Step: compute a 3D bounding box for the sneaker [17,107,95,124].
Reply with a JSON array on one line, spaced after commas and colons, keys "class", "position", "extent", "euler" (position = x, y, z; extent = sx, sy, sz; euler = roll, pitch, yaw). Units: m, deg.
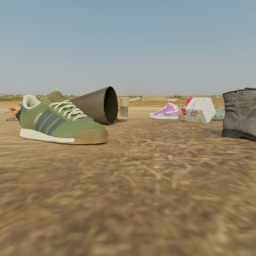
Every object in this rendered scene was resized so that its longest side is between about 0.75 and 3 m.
[{"class": "sneaker", "position": [-2.221, -0.212, 8.864], "extent": [2.723, 0.905, 1.232], "euler": [6, 5, 25]}]

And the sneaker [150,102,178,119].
[{"class": "sneaker", "position": [2.159, -1.052, 16.779], "extent": [1.783, 1.017, 0.646], "euler": [1, 7, 24]}]

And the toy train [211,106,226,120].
[{"class": "toy train", "position": [4.576, -0.767, 15.391], "extent": [1.920, 0.818, 1.094], "euler": [1, 18, -13]}]

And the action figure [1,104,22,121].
[{"class": "action figure", "position": [-5.446, -0.610, 14.645], "extent": [1.731, 0.936, 1.790], "euler": [10, -16, 25]}]

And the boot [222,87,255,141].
[{"class": "boot", "position": [3.482, -0.401, 7.546], "extent": [0.762, 1.438, 2.184], "euler": [-3, 6, -43]}]

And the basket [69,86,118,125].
[{"class": "basket", "position": [-1.664, -0.916, 12.837], "extent": [2.050, 1.848, 1.394], "euler": [-6, -29, 24]}]

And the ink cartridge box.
[{"class": "ink cartridge box", "position": [3.407, -0.854, 13.548], "extent": [1.240, 0.901, 0.897], "euler": [6, 47, 47]}]

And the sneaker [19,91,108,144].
[{"class": "sneaker", "position": [-1.840, -0.329, 7.394], "extent": [2.943, 1.321, 0.987], "euler": [3, 6, 32]}]

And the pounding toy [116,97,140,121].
[{"class": "pounding toy", "position": [-0.526, -0.932, 14.158], "extent": [2.391, 1.245, 2.722], "euler": [-2, 6, -17]}]
